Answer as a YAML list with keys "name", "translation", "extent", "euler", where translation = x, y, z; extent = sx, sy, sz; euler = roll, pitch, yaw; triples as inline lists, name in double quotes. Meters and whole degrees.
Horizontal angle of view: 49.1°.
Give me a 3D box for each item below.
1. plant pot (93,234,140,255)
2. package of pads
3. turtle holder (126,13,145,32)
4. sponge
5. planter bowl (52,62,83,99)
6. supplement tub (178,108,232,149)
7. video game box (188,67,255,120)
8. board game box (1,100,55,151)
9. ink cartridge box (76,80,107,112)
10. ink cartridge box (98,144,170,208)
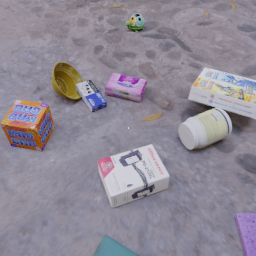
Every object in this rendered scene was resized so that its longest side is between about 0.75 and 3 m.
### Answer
- name: "plant pot"
  translation: [0.063, 3.947, 6.476]
  extent: [2.316, 1.637, 1.636]
  euler: [23, 52, 11]
- name: "package of pads"
  translation: [-0.087, -1.776, 12.119]
  extent: [1.655, 0.626, 0.997]
  euler: [14, 53, 12]
- name: "turtle holder"
  translation: [0.388, -5.937, 15.690]
  extent: [1.102, 0.783, 0.837]
  euler: [-5, 49, -5]
- name: "sponge"
  translation: [3.698, 3.215, 7.991]
  extent: [0.872, 0.233, 1.563]
  euler: [1, 49, 0]
- name: "planter bowl"
  translation: [-2.714, -1.890, 11.933]
  extent: [0.708, 1.700, 1.700]
  euler: [-22, 39, 32]
- name: "supplement tub"
  translation: [2.779, 0.040, 10.158]
  extent: [1.613, 1.169, 1.169]
  euler: [-20, 52, -18]
- name: "video game box"
  translation: [4.054, -1.521, 11.338]
  extent: [2.617, 0.672, 2.872]
  euler: [17, 32, 17]
- name: "board game box"
  translation: [-3.588, -0.092, 10.219]
  extent: [1.252, 1.252, 1.253]
  euler: [9, 49, 7]
- name: "ink cartridge box"
  translation: [-1.557, -1.381, 11.852]
  extent: [0.705, 0.331, 1.499]
  euler: [-23, 59, -24]
- name: "ink cartridge box"
  translation: [0.167, 1.509, 9.091]
  extent: [1.964, 0.828, 1.421]
  euler: [-16, 51, -14]
